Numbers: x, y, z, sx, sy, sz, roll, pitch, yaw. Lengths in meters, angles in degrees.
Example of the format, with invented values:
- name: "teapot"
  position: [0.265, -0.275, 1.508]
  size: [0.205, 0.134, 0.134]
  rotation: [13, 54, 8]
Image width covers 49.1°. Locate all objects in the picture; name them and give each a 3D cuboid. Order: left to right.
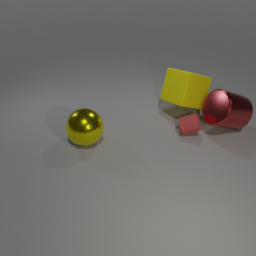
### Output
- name: "ball"
  position: [-1.592, -0.037, 10.329]
  size: [1.400, 1.400, 1.400]
  rotation: [0, 33, 0]
- name: "cube"
  position: [2.481, -1.694, 12.090]
  size: [1.400, 1.400, 1.400]
  rotation: [4, 16, -36]
- name: "cylinder"
  position: [2.412, -0.144, 10.942]
  size: [0.700, 0.700, 0.700]
  rotation: [-16, 28, 20]
- name: "cylinder"
  position: [3.872, -0.711, 10.977]
  size: [1.400, 1.400, 1.400]
  rotation: [8, 25, -33]
